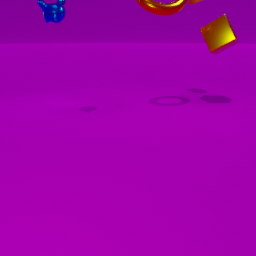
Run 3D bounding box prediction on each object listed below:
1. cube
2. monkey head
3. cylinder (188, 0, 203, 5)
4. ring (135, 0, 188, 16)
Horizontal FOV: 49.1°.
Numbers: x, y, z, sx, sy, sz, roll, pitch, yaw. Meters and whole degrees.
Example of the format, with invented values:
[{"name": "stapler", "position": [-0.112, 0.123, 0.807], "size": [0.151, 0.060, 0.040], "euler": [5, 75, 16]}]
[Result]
[{"name": "cube", "position": [3.300, -3.321, 10.048], "size": [0.958, 0.958, 0.958], "euler": [-25, -3, 30]}, {"name": "monkey head", "position": [-2.126, -3.346, 7.882], "size": [0.635, 0.758, 1.054], "euler": [-7, 54, 19]}, {"name": "cylinder", "position": [2.619, -5.216, 10.545], "size": [0.857, 0.857, 0.857], "euler": [-18, 19, 7]}, {"name": "ring", "position": [1.008, -4.261, 8.721], "size": [1.811, 1.811, 0.362], "euler": [-4, -20, -11]}]
